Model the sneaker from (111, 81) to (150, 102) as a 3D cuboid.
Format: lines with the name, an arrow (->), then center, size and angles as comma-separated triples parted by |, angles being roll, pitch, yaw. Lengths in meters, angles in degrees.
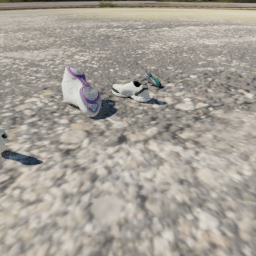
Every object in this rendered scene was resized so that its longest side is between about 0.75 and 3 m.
sneaker -> 0.100, -1.517, 10.641 | 1.772, 0.709, 0.653 | 16, 35, 33

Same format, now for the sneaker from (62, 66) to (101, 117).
sneaker -> -1.686, -1.114, 9.877 | 0.876, 1.165, 2.339 | 2, 44, -40

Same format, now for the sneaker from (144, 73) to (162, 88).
sneaker -> 1.049, -1.951, 11.846 | 0.836, 0.366, 0.311 | 46, 46, 10

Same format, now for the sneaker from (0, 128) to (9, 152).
sneaker -> -3.199, 0.319, 7.036 | 0.374, 0.934, 0.329 | 6, 50, -4
